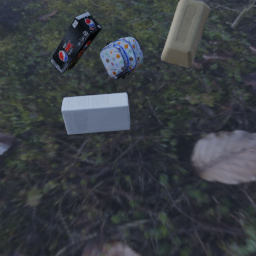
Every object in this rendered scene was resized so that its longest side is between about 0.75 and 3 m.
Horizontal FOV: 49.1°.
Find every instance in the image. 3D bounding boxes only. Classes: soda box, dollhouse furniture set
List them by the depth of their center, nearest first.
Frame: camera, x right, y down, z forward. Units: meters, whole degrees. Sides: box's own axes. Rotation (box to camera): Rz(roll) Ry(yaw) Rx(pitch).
[{"bbox_3d":[1.153,-2.894,7.187,2.127,1.905,2.685,18,90,10],"label":"dollhouse furniture set"},{"bbox_3d":[-1.473,-2.291,7.716,0.562,1.774,0.628,46,44,-6],"label":"soda box"}]

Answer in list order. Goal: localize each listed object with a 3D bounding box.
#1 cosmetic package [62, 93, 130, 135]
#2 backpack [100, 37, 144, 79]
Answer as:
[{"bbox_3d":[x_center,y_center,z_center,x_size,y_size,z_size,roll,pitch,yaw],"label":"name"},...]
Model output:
[{"bbox_3d":[-0.498,-0.229,4.498,1.030,0.524,0.381,-5,43,-2],"label":"cosmetic package"},{"bbox_3d":[-0.141,-1.786,7.034,0.985,1.034,0.796,-20,15,37],"label":"backpack"}]
